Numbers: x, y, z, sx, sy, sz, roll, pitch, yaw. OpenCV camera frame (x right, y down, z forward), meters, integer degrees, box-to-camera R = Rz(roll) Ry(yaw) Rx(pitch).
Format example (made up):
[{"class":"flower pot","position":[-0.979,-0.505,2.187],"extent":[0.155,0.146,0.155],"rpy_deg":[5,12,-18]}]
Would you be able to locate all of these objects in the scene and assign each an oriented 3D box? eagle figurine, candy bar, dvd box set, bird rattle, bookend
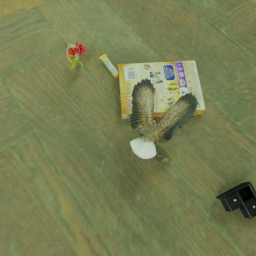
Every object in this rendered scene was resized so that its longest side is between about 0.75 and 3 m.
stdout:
[{"class":"eagle figurine","position":[0.781,-0.184,7.976],"extent":[1.643,2.166,1.634],"rpy_deg":[8,20,-37]},{"class":"candy bar","position":[-0.637,-2.226,10.101],"extent":[0.282,0.125,1.132],"rpy_deg":[-31,68,-10]},{"class":"dvd box set","position":[1.059,-1.310,9.387],"extent":[2.713,0.399,1.985],"rpy_deg":[-4,65,-3]},{"class":"bird rattle","position":[-1.872,-2.545,9.669],"extent":[0.810,0.993,0.560],"rpy_deg":[38,49,27]},{"class":"bookend","position":[3.007,2.052,7.450],"extent":[0.929,0.428,0.923],"rpy_deg":[-24,79,-10]}]
